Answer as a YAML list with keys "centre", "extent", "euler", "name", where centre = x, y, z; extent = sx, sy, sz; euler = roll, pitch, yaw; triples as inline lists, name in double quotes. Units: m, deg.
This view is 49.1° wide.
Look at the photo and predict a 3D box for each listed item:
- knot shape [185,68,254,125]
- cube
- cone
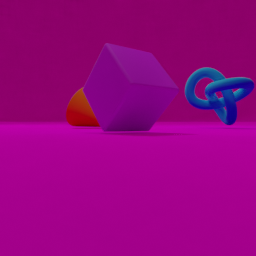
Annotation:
- centre: [2.525, -0.920, 7.459]
  extent: [1.761, 0.814, 1.648]
  euler: [43, -31, -10]
  name: "knot shape"
- centre: [0.012, -0.592, 4.386]
  extent: [0.944, 0.944, 0.944]
  euler: [0, -42, -39]
  name: "cube"
- centre: [-0.769, -0.310, 7.466]
  extent: [1.237, 1.233, 1.233]
  euler: [31, 15, 24]
  name: "cone"
